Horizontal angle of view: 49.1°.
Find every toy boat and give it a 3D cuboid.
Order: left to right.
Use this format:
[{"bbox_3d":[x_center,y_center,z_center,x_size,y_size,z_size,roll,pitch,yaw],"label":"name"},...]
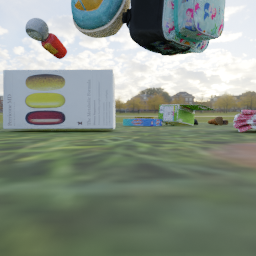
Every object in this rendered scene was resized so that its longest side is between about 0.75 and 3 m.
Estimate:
[{"bbox_3d":[-1.223,-2.852,6.989,2.660,2.236,1.236,-34,-40,11],"label":"toy boat"}]

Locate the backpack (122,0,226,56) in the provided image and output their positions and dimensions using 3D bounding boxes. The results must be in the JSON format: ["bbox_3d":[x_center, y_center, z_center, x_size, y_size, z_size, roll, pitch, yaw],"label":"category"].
[{"bbox_3d":[1.197,-2.673,6.260,1.756,2.071,2.333,3,2,32],"label":"backpack"}]

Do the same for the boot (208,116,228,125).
[{"bbox_3d":[4.155,-0.336,13.318,1.071,0.411,0.832,2,1,-43],"label":"boot"}]

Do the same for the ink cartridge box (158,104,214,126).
[{"bbox_3d":[2.423,-0.516,11.578,1.929,0.731,1.426,3,-5,41],"label":"ink cartridge box"}]

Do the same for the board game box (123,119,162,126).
[{"bbox_3d":[0.598,-0.225,11.328,1.317,0.296,1.002,1,1,25],"label":"board game box"}]

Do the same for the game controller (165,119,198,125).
[{"bbox_3d":[2.637,-0.314,14.397,1.251,0.505,2.397,15,-1,-11],"label":"game controller"}]

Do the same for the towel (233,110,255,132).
[{"bbox_3d":[3.250,-0.072,4.965,2.517,0.376,1.842,3,2,24],"label":"towel"}]

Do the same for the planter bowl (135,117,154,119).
[{"bbox_3d":[0.798,-0.343,13.705,1.022,0.426,1.022,1,1,0],"label":"planter bowl"}]

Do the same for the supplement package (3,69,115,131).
[{"bbox_3d":[-1.266,-0.512,5.558,2.005,1.140,1.098,-1,0,-1],"label":"supplement package"}]
